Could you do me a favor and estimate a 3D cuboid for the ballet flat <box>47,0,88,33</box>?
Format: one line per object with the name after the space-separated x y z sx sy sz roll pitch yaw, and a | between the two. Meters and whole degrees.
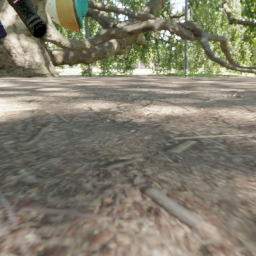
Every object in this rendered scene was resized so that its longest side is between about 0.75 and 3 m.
-1.339 -2.577 6.129 0.802 0.874 2.546 -7 27 -1 | ballet flat

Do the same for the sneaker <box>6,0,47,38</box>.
-2.581 -3.003 7.227 0.560 1.584 0.786 -39 60 -10 | sneaker

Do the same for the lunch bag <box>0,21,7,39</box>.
-4.343 -3.239 8.599 0.819 0.798 1.205 -27 1 -13 | lunch bag
